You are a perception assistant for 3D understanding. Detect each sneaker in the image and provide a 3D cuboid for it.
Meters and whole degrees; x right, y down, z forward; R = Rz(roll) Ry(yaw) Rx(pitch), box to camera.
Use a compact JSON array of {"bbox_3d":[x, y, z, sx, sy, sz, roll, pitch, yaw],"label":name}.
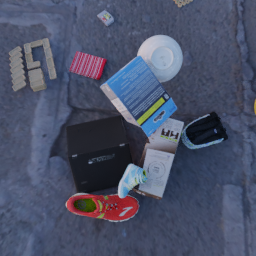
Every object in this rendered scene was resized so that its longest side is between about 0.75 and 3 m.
[{"bbox_3d":[-0.907,2.897,10.151,2.690,1.142,1.036,1,76,-3],"label":"sneaker"},{"bbox_3d":[0.193,1.785,9.136,0.777,0.473,1.190,11,69,32],"label":"sneaker"}]

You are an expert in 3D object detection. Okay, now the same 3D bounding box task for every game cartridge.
[{"bbox_3d":[-1.022,-5.163,13.128,0.501,0.154,0.752,-39,77,-15],"label":"game cartridge"}]

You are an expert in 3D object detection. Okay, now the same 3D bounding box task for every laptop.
[{"bbox_3d":[-1.113,1.026,11.281,2.360,1.461,2.520,-12,102,-3],"label":"laptop"}]

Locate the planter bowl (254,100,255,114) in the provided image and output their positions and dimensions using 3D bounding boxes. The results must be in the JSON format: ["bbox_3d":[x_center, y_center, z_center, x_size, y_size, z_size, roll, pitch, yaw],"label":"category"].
[{"bbox_3d":[5.955,-0.843,11.008,1.883,0.784,1.883,2,95,30],"label":"planter bowl"}]

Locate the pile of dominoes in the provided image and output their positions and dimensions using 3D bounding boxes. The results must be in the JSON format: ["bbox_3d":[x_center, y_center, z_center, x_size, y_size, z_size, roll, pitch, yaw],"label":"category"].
[{"bbox_3d":[-4.211,-2.739,12.405,1.904,0.389,2.443,-15,66,-4],"label":"pile of dominoes"}]

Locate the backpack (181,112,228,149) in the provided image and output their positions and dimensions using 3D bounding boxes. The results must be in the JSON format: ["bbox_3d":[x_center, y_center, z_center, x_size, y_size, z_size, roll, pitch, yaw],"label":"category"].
[{"bbox_3d":[2.896,0.224,11.082,1.564,1.203,1.276,-21,80,-25],"label":"backpack"}]

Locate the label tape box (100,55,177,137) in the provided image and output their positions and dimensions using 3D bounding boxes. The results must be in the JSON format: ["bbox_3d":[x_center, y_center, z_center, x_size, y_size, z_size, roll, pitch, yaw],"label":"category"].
[{"bbox_3d":[0.423,-1.088,9.966,1.697,0.783,2.369,-43,105,-20],"label":"label tape box"}]

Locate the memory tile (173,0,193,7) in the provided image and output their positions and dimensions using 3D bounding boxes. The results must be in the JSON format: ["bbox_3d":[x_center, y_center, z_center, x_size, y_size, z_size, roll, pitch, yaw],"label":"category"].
[{"bbox_3d":[2.648,-6.178,13.464,0.840,0.070,0.644,-29,76,-9],"label":"memory tile"}]

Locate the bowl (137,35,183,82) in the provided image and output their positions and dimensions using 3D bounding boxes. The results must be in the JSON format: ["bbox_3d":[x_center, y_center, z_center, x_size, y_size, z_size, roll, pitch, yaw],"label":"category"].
[{"bbox_3d":[1.223,-2.578,10.406,1.775,0.798,1.775,0,101,0],"label":"bowl"}]

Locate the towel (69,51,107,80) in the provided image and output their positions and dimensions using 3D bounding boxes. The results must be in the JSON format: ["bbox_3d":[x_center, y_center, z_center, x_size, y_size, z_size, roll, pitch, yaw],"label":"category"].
[{"bbox_3d":[-1.761,-2.785,12.400,1.467,0.165,1.061,17,73,5],"label":"towel"}]

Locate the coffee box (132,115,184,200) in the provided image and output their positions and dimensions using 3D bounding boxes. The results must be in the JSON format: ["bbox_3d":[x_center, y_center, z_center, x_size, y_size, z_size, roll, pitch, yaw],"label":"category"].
[{"bbox_3d":[1.113,1.142,10.448,1.124,1.591,2.816,17,74,9],"label":"coffee box"}]
